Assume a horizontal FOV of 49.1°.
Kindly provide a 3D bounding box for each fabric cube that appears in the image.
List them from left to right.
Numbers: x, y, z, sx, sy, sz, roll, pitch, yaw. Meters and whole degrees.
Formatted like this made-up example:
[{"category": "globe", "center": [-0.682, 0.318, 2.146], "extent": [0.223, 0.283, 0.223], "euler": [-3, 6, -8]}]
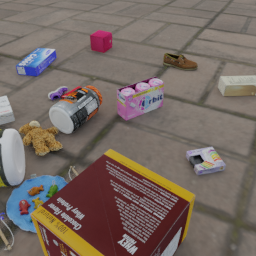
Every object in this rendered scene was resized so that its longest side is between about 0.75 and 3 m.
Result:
[{"category": "fabric cube", "center": [-1.559, -5.083, 16.431], "extent": [0.951, 0.933, 0.948], "euler": [18, 42, 21]}]

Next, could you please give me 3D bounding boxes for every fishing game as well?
[{"category": "fishing game", "center": [-2.422, 1.980, 7.862], "extent": [2.713, 0.422, 1.943], "euler": [-25, 47, -29]}]

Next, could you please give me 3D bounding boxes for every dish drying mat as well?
[{"category": "dish drying mat", "center": [-2.460, -1.584, 12.633], "extent": [0.447, 0.106, 1.163], "euler": [22, 43, 27]}]

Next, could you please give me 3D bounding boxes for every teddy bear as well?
[{"category": "teddy bear", "center": [-3.077, 0.296, 9.830], "extent": [1.353, 0.623, 1.867], "euler": [-12, 40, -18]}]

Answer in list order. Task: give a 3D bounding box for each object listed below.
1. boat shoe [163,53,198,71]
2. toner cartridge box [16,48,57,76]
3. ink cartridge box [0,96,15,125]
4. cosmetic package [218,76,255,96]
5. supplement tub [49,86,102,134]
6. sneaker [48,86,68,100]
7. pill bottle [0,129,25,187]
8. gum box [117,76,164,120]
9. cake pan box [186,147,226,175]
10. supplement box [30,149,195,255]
[{"category": "boat shoe", "center": [2.730, -3.485, 14.626], "extent": [1.869, 0.635, 0.672], "euler": [12, 40, 15]}, {"category": "toner cartridge box", "center": [-4.782, -3.521, 14.778], "extent": [1.107, 0.503, 2.330], "euler": [8, 39, 10]}, {"category": "ink cartridge box", "center": [-5.084, -0.674, 11.102], "extent": [0.879, 0.505, 1.210], "euler": [-18, 46, -22]}, {"category": "cosmetic package", "center": [5.039, -1.904, 12.638], "extent": [1.678, 0.597, 0.883], "euler": [-1, 38, -1]}, {"category": "supplement tub", "center": [-1.918, -0.767, 10.689], "extent": [1.215, 1.215, 1.984], "euler": [19, 42, 23]}, {"category": "sneaker", "center": [-3.042, -1.491, 12.402], "extent": [0.958, 0.386, 0.400], "euler": [-35, 65, -25]}, {"category": "pill bottle", "center": [-4.660, 0.991, 8.051], "extent": [2.978, 1.674, 1.674], "euler": [-6, 38, -8]}, {"category": "gum box", "center": [0.565, -1.227, 11.336], "extent": [2.002, 1.136, 0.662], "euler": [-23, 43, -26]}, {"category": "cake pan box", "center": [2.496, 1.064, 9.136], "extent": [1.015, 0.266, 0.935], "euler": [-8, 37, -10]}, {"category": "supplement box", "center": [-0.275, 2.261, 6.435], "extent": [2.516, 1.694, 2.551], "euler": [25, 45, 29]}]
